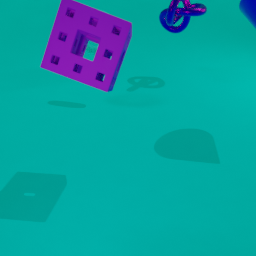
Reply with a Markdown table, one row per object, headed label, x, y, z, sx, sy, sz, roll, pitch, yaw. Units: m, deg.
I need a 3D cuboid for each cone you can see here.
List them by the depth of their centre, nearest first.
| label | x | y | z | sx | sy | sz | roll | pitch | yaw |
| --- | --- | --- | --- | --- | --- | --- | --- | --- | --- |
| cone | 2.935 | -1.802 | 5.238 | 1.452 | 1.458 | 1.452 | -4 | -7 | 0 |

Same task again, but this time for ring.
| label | x | y | z | sx | sy | sz | roll | pitch | yaw |
| --- | --- | --- | --- | --- | --- | --- | --- | --- | --- |
| ring | -0.829 | -2.530 | 7.420 | 1.139 | 1.139 | 0.228 | 6 | 14 | 9 |

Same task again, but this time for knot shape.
| label | x | y | z | sx | sy | sz | roll | pitch | yaw |
| --- | --- | --- | --- | --- | --- | --- | --- | --- | --- |
| knot shape | 1.571 | -3.493 | 8.726 | 1.486 | 0.687 | 1.391 | -12 | -8 | -32 |

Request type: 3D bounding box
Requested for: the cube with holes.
| label | x | y | z | sx | sy | sz | roll | pitch | yaw |
| --- | --- | --- | --- | --- | --- | --- | --- | --- | --- |
| cube with holes | -0.553 | -1.158 | 4.149 | 0.958 | 0.958 | 0.958 | 20 | 8 | -2 |
